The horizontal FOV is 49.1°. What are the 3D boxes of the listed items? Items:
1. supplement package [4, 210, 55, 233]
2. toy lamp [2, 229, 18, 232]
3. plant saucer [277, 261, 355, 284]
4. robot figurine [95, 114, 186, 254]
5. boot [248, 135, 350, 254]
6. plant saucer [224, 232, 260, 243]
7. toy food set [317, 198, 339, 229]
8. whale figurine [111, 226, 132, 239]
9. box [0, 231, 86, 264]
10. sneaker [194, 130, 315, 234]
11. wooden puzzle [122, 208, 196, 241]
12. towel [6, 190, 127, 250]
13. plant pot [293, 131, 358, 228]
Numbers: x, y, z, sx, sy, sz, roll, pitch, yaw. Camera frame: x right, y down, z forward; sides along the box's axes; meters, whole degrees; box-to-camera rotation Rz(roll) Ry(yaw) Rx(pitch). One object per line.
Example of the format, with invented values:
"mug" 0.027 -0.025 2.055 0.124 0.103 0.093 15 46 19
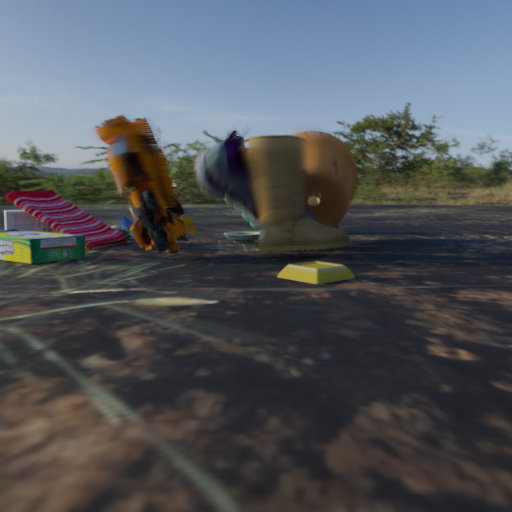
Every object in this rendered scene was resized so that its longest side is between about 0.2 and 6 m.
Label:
"supplement package" -5.480 -0.698 13.551 1.081 0.814 0.820 -3 8 -26
"toy lamp" -5.348 -0.374 12.162 0.437 0.437 1.502 -4 1 -30
"plant saucer" 0.896 0.231 8.359 0.857 0.208 0.857 -6 8 -41
"robot figurine" -2.077 -1.281 10.614 0.777 2.670 1.936 -16 8 12
"boot" 0.864 -1.191 10.754 1.938 2.213 0.732 -4 3 -17
"plant saucer" -0.309 -0.455 13.945 0.974 0.244 0.974 1 7 0
"toy food set" 2.147 -1.275 16.645 0.313 1.287 1.274 -24 39 9
"whale figurine" -3.551 -0.543 14.652 0.551 0.359 0.692 -6 -19 20
"box" -4.439 -0.202 10.817 2.095 0.507 1.229 3 6 34
"sneaker" 0.316 -1.312 11.783 3.238 1.205 1.417 30 -37 -27
"wooden puzzle" -2.267 -0.696 13.086 1.954 0.228 1.318 10 29 -31
"towel" -4.343 -0.879 12.994 2.400 0.270 1.735 30 14 9
"plant pot" 1.342 -1.629 13.624 2.378 2.378 1.665 0 31 3
